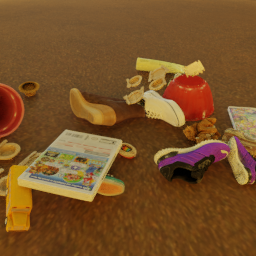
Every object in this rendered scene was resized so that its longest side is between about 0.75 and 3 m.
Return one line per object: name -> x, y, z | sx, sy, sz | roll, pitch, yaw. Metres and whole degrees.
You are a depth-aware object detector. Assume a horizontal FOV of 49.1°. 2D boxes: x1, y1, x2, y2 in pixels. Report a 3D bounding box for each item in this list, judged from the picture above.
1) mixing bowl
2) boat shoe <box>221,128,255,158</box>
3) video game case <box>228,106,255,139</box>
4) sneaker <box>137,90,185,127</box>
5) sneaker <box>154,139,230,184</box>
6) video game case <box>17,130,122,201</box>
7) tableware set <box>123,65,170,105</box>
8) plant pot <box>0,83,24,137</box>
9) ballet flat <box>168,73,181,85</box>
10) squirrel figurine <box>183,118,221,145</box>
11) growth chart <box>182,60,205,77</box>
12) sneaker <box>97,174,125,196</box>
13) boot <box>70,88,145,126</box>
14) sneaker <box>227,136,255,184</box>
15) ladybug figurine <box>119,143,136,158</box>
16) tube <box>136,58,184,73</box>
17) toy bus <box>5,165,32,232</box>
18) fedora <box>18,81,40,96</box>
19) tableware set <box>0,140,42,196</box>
mixing bowl -> 2.669, -1.522, 12.363 | 2.452, 1.328, 2.452 | 1, 36, 0
boat shoe -> 4.193, 0.764, 9.720 | 2.063, 0.781, 0.741 | 29, 76, 37
video game case -> 5.158, -0.092, 11.263 | 1.814, 0.228, 2.533 | 4, 35, 6
sneaker -> 1.248, -0.710, 11.642 | 1.003, 1.034, 2.832 | -25, 32, -16
sneaker -> 2.212, 1.201, 8.972 | 2.531, 0.880, 1.259 | -11, 41, -7
video game case -> -1.588, 0.981, 8.610 | 2.141, 0.269, 2.990 | 10, 28, 11
tableware set -> 0.760, -1.870, 11.782 | 2.212, 0.257, 1.848 | -23, 36, 17
plant pot -> -5.440, -0.760, 10.875 | 1.864, 2.083, 2.083 | 12, 34, 43
ballet flat -> 2.514, -2.490, 14.367 | 0.615, 0.615, 1.740 | 16, 38, 21
squirrel figurine -> 2.699, 0.284, 10.388 | 1.241, 0.878, 1.158 | 6, 43, 33
growth chart -> 2.822, -2.524, 12.047 | 0.840, 0.608, 0.074 | -22, 18, 20
sneaker -> -0.972, 1.517, 8.574 | 1.892, 0.675, 0.756 | 7, 40, 12
boot -> -0.977, -0.969, 12.147 | 2.454, 1.068, 2.951 | -9, 33, -34
sneaker -> 3.837, 1.065, 9.177 | 0.858, 0.600, 1.724 | 3, 54, -10
ladybug figurine -> -0.046, 0.826, 9.888 | 0.563, 0.298, 0.830 | -27, 43, -33
tube -> 1.811, -3.435, 15.739 | 2.693, 0.699, 0.781 | 7, 77, 4
toy bus -> -3.002, 1.915, 7.718 | 0.577, 0.694, 1.772 | 11, 35, -30
fedora -> -4.777, -1.854, 13.600 | 1.055, 0.430, 1.055 | 2, 40, -2
tableware set -> -3.899, 1.293, 9.216 | 2.656, 0.308, 2.219 | 13, 37, 17
